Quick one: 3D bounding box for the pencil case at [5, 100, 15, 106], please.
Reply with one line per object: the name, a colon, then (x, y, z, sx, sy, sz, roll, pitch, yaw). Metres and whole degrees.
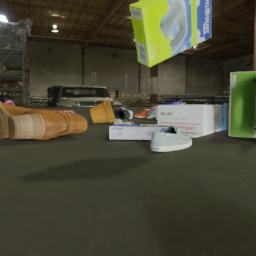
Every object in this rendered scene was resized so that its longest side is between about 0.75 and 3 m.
pencil case: (-4.532, -0.436, 8.562, 2.270, 1.030, 1.063, -7, -22, -48)

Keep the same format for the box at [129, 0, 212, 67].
box: (0.851, -1.826, 4.781, 1.656, 1.010, 0.395, -30, 42, -21)

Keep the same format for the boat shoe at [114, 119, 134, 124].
boat shoe: (-0.116, -0.111, 8.670, 0.257, 0.307, 0.858, -4, 13, -39)

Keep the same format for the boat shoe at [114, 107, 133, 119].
boat shoe: (-0.352, -0.748, 14.289, 0.468, 0.567, 1.652, -3, 8, -31)

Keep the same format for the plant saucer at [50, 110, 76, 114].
plant saucer: (-4.031, -0.611, 13.274, 2.555, 0.470, 2.560, 3, 6, 28)

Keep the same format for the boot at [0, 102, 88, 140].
boot: (-2.122, -0.145, 6.647, 1.671, 0.796, 2.160, -4, 17, -38)

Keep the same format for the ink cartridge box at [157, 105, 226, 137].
ink cartridge box: (1.695, -0.257, 7.641, 1.321, 0.761, 2.280, 4, 6, 35)

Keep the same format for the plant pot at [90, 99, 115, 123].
plant pot: (-1.034, -0.583, 11.128, 0.849, 0.927, 0.927, -16, 6, -4)

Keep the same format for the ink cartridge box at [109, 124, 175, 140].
ink cartridge box: (0.333, 0.086, 6.315, 1.431, 0.316, 0.673, 0, 4, 5)

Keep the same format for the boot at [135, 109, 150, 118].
boot: (0.818, -0.770, 14.752, 0.967, 0.518, 0.363, 0, 7, 19)

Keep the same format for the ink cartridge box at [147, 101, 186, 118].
ink cartridge box: (1.834, -0.965, 13.759, 1.545, 0.341, 1.573, -13, -12, -14)

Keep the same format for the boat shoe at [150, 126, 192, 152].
boat shoe: (0.803, 0.161, 4.976, 0.400, 0.408, 1.145, 4, 7, 39)

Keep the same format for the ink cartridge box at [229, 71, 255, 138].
ink cartridge box: (2.719, -0.545, 6.429, 0.791, 1.542, 2.087, 2, 6, 24)
